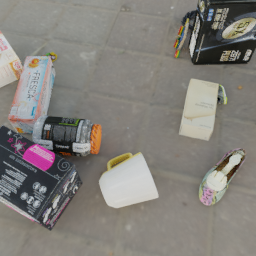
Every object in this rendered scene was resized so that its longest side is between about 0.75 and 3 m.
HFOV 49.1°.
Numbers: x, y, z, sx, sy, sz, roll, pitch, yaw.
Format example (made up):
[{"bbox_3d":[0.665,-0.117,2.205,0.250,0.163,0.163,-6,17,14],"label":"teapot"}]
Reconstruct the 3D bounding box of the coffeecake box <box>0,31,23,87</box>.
[{"bbox_3d":[-5.477,-2.299,10.332,2.615,0.956,2.008,-31,63,-17],"label":"coffeecake box"}]

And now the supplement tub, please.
[{"bbox_3d":[-1.827,0.261,8.639,1.901,1.165,1.165,6,59,4],"label":"supplement tub"}]

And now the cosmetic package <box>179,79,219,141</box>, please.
[{"bbox_3d":[2.411,-0.649,9.467,1.015,0.717,1.961,12,58,7],"label":"cosmetic package"}]

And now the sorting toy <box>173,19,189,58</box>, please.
[{"bbox_3d":[2.114,-3.701,11.237,0.298,0.849,1.761,18,59,-2],"label":"sorting toy"}]

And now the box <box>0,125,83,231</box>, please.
[{"bbox_3d":[-2.821,1.394,7.768,2.548,1.462,1.684,25,64,16],"label":"box"}]

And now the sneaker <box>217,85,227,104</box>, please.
[{"bbox_3d":[3.296,-1.208,10.059,0.338,0.309,0.836,-8,57,-1],"label":"sneaker"}]

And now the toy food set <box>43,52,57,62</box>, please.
[{"bbox_3d":[-3.152,-2.777,11.044,0.450,0.250,0.764,38,66,21],"label":"toy food set"}]

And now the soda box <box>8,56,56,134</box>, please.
[{"bbox_3d":[-3.223,-1.178,9.643,0.882,0.949,2.774,2,58,1],"label":"soda box"}]

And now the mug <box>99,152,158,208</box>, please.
[{"bbox_3d":[-0.047,1.548,7.996,1.381,1.683,1.348,-22,94,-3],"label":"mug"}]

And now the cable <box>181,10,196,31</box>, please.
[{"bbox_3d":[2.969,-4.694,12.218,1.137,0.354,1.394,26,64,21],"label":"cable"}]

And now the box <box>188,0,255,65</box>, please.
[{"bbox_3d":[3.583,-3.672,10.111,2.260,2.760,1.188,-1,58,-1],"label":"box"}]

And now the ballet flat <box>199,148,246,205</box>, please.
[{"bbox_3d":[2.804,1.319,8.228,0.730,0.751,2.111,38,66,19],"label":"ballet flat"}]
